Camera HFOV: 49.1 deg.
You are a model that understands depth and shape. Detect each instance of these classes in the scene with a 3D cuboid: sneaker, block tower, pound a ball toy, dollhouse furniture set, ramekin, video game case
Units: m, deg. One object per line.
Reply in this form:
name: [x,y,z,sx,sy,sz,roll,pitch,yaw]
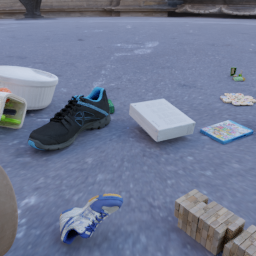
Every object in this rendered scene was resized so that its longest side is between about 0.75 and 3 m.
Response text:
sneaker: [-0.586,1.518,4.605,1.252,0.471,0.552,-30,42,20]
block tower: [1.665,1.768,4.414,0.587,0.548,2.031,-20,33,-32]
sneaker: [-1.635,-0.330,7.961,1.056,1.181,2.883,19,33,30]
pound a ball toy: [-4.233,-0.769,8.053,2.662,1.131,1.735,8,-8,18]
dollhouse furniture set: [5.217,-2.567,13.367,0.531,0.411,1.063,0,26,1]
ramekin: [-3.683,-1.421,9.859,2.315,1.078,2.315,10,18,-3]
video game case: [2.920,0.097,8.297,1.276,0.114,0.913,-15,30,-28]

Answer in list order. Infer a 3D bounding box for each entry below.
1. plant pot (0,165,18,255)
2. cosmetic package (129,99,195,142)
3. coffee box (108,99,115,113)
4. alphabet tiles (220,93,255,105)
plant pot: [-2.863,1.326,3.456,2.815,2.815,2.455,19,13,33]
cosmetic package: [0.944,-0.282,8.148,1.233,0.422,1.635,-9,34,-26]
coffee box: [-1.172,-0.718,9.748,1.302,0.286,0.800,-6,25,-13]
alphabet tiles: [4.217,-1.093,10.741,1.221,0.089,1.194,-1,27,-1]
